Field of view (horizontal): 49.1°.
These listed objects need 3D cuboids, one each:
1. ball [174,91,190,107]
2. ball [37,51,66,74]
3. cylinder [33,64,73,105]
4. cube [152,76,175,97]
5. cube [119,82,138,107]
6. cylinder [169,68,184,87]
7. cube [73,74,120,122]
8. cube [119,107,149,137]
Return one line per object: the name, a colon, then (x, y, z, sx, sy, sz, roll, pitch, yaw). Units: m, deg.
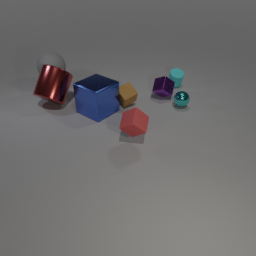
ball: (2.405, -1.305, 12.522, 0.700, 0.700, 0.700, 0, 34, 0)
ball: (-3.808, -3.085, 13.946, 1.400, 1.400, 1.400, 0, 34, 0)
cylinder: (-3.329, -1.916, 12.483, 1.400, 1.400, 1.400, 17, -3, 1)
cube: (1.672, -1.935, 13.175, 0.700, 0.700, 0.700, 25, -18, -37)
cube: (-0.062, -1.494, 12.537, 0.700, 0.700, 0.700, -30, 74, -16)
cylinder: (2.441, -2.557, 14.285, 0.700, 0.700, 0.700, 2, 55, -3)
cube: (-1.328, -1.332, 12.071, 1.400, 1.400, 1.400, 25, 41, 32)
cube: (0.223, -0.193, 9.868, 0.700, 0.700, 0.700, -19, 49, 42)
